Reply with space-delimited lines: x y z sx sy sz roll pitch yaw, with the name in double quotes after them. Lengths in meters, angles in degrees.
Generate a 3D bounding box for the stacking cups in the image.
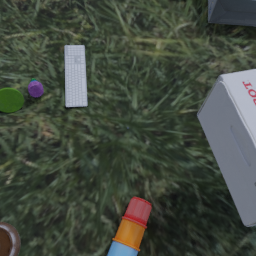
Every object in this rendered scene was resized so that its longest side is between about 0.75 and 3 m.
-0.167 2.653 5.783 0.752 0.752 2.485 18 68 7 "stacking cups"

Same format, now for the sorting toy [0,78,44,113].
-3.314 -0.845 7.414 2.126 0.737 0.732 -23 46 -7 "sorting toy"

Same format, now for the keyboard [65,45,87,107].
-1.472 -1.501 7.873 0.571 0.108 2.029 -5 68 -2 "keyboard"

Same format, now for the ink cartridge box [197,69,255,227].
2.720 0.093 4.174 2.726 1.148 1.971 -10 62 -12 "ink cartridge box"

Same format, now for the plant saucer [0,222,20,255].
-2.915 2.606 6.124 1.066 0.171 1.066 0 66 0 "plant saucer"

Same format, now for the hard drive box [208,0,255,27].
3.602 -4.524 8.641 2.069 1.020 2.655 5 67 1 "hard drive box"
